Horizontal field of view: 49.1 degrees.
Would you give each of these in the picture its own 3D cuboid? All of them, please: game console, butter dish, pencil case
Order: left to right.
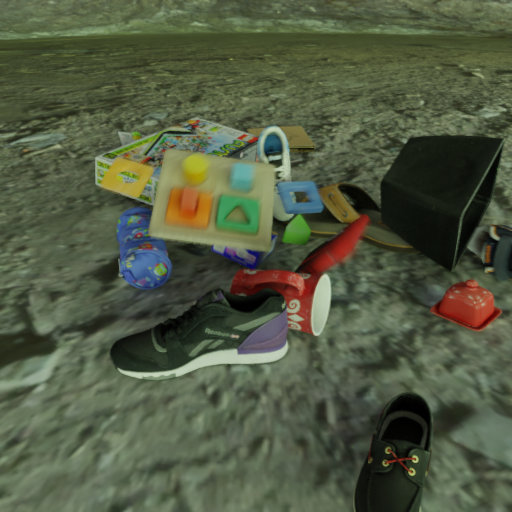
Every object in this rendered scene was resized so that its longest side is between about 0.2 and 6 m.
[{"bbox_3d":[-2.042,-0.150,9.890,0.877,0.788,2.019,-17,30,-8],"label":"pencil case"},{"bbox_3d":[1.181,-0.056,9.138,1.374,0.213,1.215,-37,5,38],"label":"game console"},{"bbox_3d":[3.222,0.649,8.509,0.845,0.625,0.843,25,37,39],"label":"butter dish"}]

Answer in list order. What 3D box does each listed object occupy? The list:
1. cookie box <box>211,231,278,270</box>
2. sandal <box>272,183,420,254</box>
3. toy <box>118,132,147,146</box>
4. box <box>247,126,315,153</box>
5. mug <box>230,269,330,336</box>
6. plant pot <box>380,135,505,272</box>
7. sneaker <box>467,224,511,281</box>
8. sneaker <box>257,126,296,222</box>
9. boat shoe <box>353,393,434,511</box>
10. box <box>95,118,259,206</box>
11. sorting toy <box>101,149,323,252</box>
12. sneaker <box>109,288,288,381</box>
[{"bbox_3d":[-0.194,-0.261,10.195,0.888,0.390,1.039,25,28,10],"label":"cookie box"},{"bbox_3d":[1.871,-0.905,11.118,3.498,0.955,1.429,17,34,27],"label":"sandal"},{"bbox_3d":[-3.044,-2.600,14.793,1.005,0.412,1.745,2,47,-29],"label":"toy"},{"bbox_3d":[0.703,-3.554,17.085,1.768,0.230,2.163,-3,28,-6],"label":"box"},{"bbox_3d":[0.330,0.508,8.268,1.333,1.183,0.889,7,35,24],"label":"mug"},{"bbox_3d":[3.065,-1.050,9.606,1.525,1.714,1.719,23,66,26],"label":"plant pot"},{"bbox_3d":[4.421,0.059,9.337,0.939,0.928,2.366,0,15,-12],"label":"sneaker"},{"bbox_3d":[0.377,-1.630,11.080,0.694,1.931,0.700,-10,-8,4],"label":"sneaker"},{"bbox_3d":[1.425,2.126,5.749,0.662,0.567,1.809,11,31,20],"label":"boat shoe"},{"bbox_3d":[-1.724,-2.393,13.958,2.292,0.723,4.164,20,33,19],"label":"box"},{"bbox_3d":[-0.716,-1.121,9.794,3.951,0.538,2.224,7,51,-5],"label":"sorting toy"},{"bbox_3d":[-0.761,0.906,7.531,2.414,1.057,0.914,-7,28,-13],"label":"sneaker"}]
